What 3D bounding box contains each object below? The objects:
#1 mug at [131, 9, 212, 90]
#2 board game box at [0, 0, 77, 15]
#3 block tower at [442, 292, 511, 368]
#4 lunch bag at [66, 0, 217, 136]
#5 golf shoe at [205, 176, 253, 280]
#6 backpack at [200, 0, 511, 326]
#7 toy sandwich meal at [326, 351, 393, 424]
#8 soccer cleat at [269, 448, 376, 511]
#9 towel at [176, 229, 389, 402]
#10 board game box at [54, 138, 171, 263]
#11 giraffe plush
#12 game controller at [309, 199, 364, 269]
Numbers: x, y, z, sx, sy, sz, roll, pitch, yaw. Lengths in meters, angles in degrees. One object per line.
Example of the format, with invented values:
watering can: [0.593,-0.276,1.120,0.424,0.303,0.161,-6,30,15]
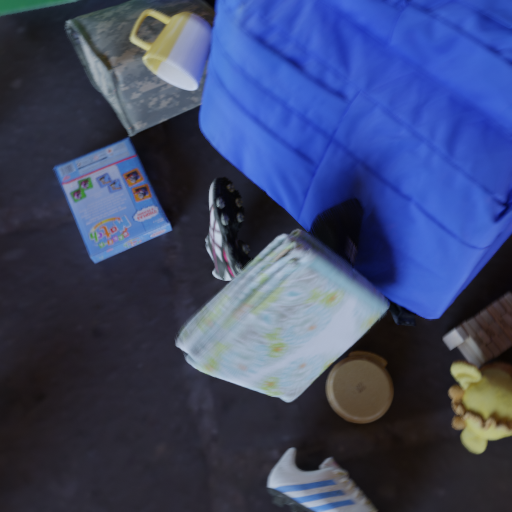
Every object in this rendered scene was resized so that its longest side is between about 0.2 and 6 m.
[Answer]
mug: [-1.165,-3.179,8.394,0.891,1.112,0.913,23,85,42]
board game box: [-2.585,-5.108,10.105,4.829,0.703,3.249,-13,28,-5]
block tower: [4.151,0.860,8.765,2.440,0.659,0.705,-29,70,-11]
lunch bag: [-1.938,-3.715,10.055,2.207,1.582,2.691,-27,54,-12]
golf shoe: [-0.573,-0.417,9.025,0.650,0.741,1.683,-7,87,-47]
backpack: [1.984,-2.626,8.074,5.160,4.330,4.193,39,51,21]
toy sandwich meal: [1.554,1.988,8.493,1.095,0.375,1.095,0,72,1]
soccer cleat: [1.182,3.350,7.738,2.027,0.708,0.875,23,67,9]
towel: [0.407,0.801,6.707,1.924,2.247,0.541,-45,46,13]
board game box: [-2.484,-0.986,9.677,1.417,0.343,1.873,-24,70,-9]
giraffe plush: [3.776,2.113,7.816,1.881,2.320,2.002,-4,81,35]
game controller: [0.968,0.009,7.150,0.832,1.595,0.336,-33,53,-33]
